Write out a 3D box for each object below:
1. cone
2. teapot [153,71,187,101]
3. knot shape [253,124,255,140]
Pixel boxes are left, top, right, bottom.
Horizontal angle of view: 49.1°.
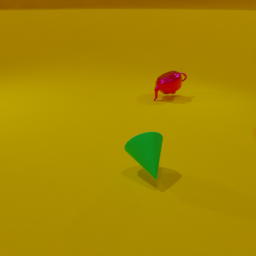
[{"bbox_3d":[0.468,0.702,6.012,0.903,0.903,0.907,-8,56,-16],"label":"cone"},{"bbox_3d":[1.596,-1.684,10.961,1.715,0.840,1.067,-31,22,-12],"label":"teapot"},{"bbox_3d":[3.986,-0.206,7.395,1.269,1.357,0.627,-18,16,-1],"label":"knot shape"}]
